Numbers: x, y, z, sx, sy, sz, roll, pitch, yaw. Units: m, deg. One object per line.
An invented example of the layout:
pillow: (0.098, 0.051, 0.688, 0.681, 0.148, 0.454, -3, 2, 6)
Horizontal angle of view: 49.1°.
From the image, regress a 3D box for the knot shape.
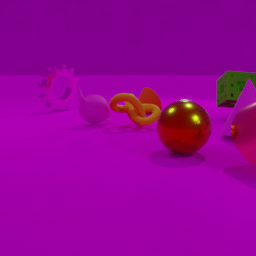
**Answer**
knot shape: (0.283, -0.508, 7.971, 1.348, 0.666, 1.440, 30, 10, 31)

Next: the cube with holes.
cube with holes: (3.615, -1.256, 9.391, 0.965, 0.965, 0.965, 4, -9, -2)

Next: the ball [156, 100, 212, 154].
ball: (1.079, -0.016, 5.437, 1.053, 1.053, 1.053, 0, 12, 0)

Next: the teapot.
teapot: (-1.028, -0.639, 8.337, 0.939, 0.739, 1.510, -23, -45, 31)

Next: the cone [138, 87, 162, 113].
cone: (0.507, -0.776, 10.442, 1.087, 1.083, 1.083, -36, 27, -22)

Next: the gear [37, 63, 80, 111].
gear: (-2.716, -1.619, 11.156, 0.339, 1.832, 1.832, 17, 19, 35)

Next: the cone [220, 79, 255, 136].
cone: (2.860, -0.496, 6.612, 1.322, 1.327, 1.322, -1, 2, 0)

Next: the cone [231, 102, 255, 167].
cone: (2.543, -0.305, 4.041, 1.580, 1.586, 1.580, 1, 52, -2)
